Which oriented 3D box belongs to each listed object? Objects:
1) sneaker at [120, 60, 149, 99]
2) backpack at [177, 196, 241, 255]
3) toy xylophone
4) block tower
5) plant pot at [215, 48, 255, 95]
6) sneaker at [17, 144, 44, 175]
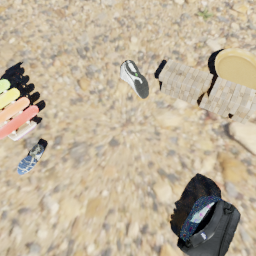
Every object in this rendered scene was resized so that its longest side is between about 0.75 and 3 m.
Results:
[{"bbox_3d":[0.192,-1.520,9.019,0.494,0.754,1.310,-32,101,-19],"label":"sneaker"},{"bbox_3d":[1.884,2.320,6.523,1.255,0.952,1.503,33,80,-17],"label":"backpack"},{"bbox_3d":[-3.533,-0.540,7.490,1.568,2.142,0.538,-50,28,-22],"label":"toy xylophone"},{"bbox_3d":[2.388,-1.116,8.562,2.884,0.834,0.779,25,60,12],"label":"block tower"},{"bbox_3d":[3.687,-1.813,9.163,1.878,0.258,1.878,4,62,-8],"label":"plant pot"},{"bbox_3d":[-2.608,0.920,7.574,0.383,0.423,0.993,29,48,3],"label":"sneaker"}]
